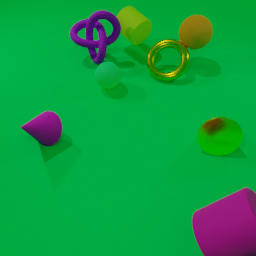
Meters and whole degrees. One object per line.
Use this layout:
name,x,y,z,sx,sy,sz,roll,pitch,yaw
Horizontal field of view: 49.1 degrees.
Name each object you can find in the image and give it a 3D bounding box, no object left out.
ball,-0.622,-1.629,8.668,0.815,0.815,0.815,0,49,0
ring,1.303,-2.227,9.169,1.431,0.286,1.431,-2,81,15
ball,2.206,-3.112,9.130,1.071,1.071,1.071,0,49,0
knot shape,-1.179,-3.114,9.355,1.605,1.715,0.792,27,18,17
cylinder,0.182,-3.547,9.723,0.950,0.950,0.950,-33,67,-25
cone,-2.326,-0.002,7.025,0.943,0.946,0.943,-1,87,26
cone,2.382,-0.015,7.489,1.101,1.101,1.105,8,27,7
cylinder,1.914,1.795,4.979,1.112,1.112,1.112,-36,44,27
